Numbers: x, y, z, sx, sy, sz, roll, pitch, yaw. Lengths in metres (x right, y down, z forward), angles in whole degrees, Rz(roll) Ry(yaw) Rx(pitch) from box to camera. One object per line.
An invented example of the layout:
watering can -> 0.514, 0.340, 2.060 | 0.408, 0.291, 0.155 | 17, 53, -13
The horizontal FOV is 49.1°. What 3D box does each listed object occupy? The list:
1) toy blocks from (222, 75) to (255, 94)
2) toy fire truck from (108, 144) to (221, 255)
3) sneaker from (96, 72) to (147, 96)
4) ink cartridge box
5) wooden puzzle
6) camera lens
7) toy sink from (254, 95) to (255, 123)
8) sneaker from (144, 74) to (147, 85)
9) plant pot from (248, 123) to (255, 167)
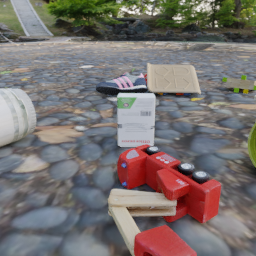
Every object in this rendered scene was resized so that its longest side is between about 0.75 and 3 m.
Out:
toy blocks -> 5.360, -2.067, 13.172 | 1.602, 0.800, 1.095 | 13, 13, 29
toy fire truck -> 0.400, 1.178, 4.567 | 1.959, 0.677, 2.778 | -14, 25, -32
sneaker -> -0.308, -1.938, 12.074 | 2.214, 0.908, 0.777 | -1, -19, -15
ink cartridge box -> 0.206, -0.211, 7.330 | 0.964, 1.319, 0.556 | 1, 18, 1
wooden puzzle -> 2.010, -2.174, 12.804 | 2.347, 0.543, 2.174 | 4, 44, -1
camera lens -> -3.475, -0.209, 7.114 | 1.434, 1.434, 1.792 | 16, 27, 36
toy sink -> 4.656, -0.470, 8.482 | 1.745, 0.978, 1.138 | -12, 23, -40
sneaker -> 1.149, -2.346, 13.858 | 0.741, 0.672, 1.745 | -15, 25, -23
plant pot -> 3.580, 0.301, 6.004 | 1.575, 1.575, 1.517 | 15, 13, 34
